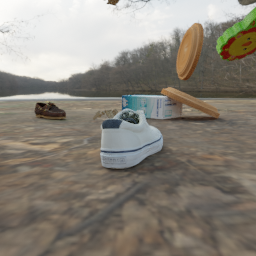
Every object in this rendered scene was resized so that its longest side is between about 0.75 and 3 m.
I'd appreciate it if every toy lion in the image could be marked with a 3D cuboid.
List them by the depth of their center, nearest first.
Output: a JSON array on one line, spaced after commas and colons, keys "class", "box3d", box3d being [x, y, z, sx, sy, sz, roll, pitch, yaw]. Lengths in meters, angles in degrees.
[{"class": "toy lion", "box3d": [2.651, -1.999, 5.849, 1.496, 0.536, 1.561, -12, -22, -2]}]

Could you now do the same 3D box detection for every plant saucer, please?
[{"class": "plant saucer", "box3d": [1.606, -2.042, 7.505, 0.243, 1.509, 1.509, 10, 6, -7]}, {"class": "plant saucer", "box3d": [2.628, -1.121, 11.698, 2.577, 0.416, 2.577, 23, 10, -4]}]

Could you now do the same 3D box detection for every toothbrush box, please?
[{"class": "toothbrush box", "box3d": [1.044, -0.952, 12.146, 2.190, 0.934, 1.603, 6, 10, 39]}]

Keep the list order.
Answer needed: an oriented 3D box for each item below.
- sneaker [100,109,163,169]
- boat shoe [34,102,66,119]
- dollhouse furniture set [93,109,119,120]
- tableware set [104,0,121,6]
[{"class": "sneaker", "box3d": [0.158, 0.060, 4.980, 0.831, 0.806, 2.276, 2, 8, 14]}, {"class": "boat shoe", "box3d": [-3.266, -0.732, 11.582, 1.931, 0.679, 0.680, 8, 10, 38]}, {"class": "dollhouse furniture set", "box3d": [-0.718, -0.327, 9.782, 0.433, 0.507, 0.978, -43, -19, 32]}, {"class": "tableware set", "box3d": [-0.461, -4.596, 9.499, 0.937, 0.130, 1.122, 8, -27, -45]}]
